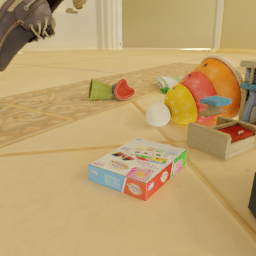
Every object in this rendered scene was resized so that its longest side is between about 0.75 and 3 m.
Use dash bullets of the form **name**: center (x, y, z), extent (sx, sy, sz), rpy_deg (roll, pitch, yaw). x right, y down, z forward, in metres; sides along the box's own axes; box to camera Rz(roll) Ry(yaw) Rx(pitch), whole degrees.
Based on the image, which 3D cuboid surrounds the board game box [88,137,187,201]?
- **board game box**: center (0.246, 0.734, 5.724), extent (1.328, 0.350, 1.736), rpy_deg (13, 23, 32)

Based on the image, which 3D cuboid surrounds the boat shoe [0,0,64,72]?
- **boat shoe**: center (-1.677, -1.990, 4.877), extent (0.866, 2.362, 0.880), rpy_deg (27, -6, -5)

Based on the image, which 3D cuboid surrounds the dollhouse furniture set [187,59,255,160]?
- **dollhouse furniture set**: center (3.213, -0.512, 6.760), extent (2.853, 2.011, 1.999), rpy_deg (-13, 23, -34)

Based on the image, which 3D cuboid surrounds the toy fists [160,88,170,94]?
- **toy fists**: center (1.827, -1.673, 12.697), extent (0.418, 0.282, 0.819), rpy_deg (-7, 18, -40)

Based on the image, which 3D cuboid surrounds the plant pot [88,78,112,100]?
- **plant pot**: center (-1.132, -1.536, 11.618), extent (0.882, 0.928, 0.928), rpy_deg (8, 17, -17)

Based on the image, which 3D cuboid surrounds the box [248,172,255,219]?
- **box**: center (2.567, 1.298, 3.563), extent (1.299, 0.726, 1.840), rpy_deg (4, 20, -1)

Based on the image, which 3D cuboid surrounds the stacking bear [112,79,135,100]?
- **stacking bear**: center (-0.363, -1.632, 11.936), extent (0.767, 0.819, 1.348), rpy_deg (-44, 19, -3)

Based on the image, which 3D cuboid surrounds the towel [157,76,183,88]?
- **towel**: center (2.976, -2.195, 14.143), extent (2.855, 0.438, 2.130), rpy_deg (1, 21, -3)

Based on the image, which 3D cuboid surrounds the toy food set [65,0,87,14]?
- **toy food set**: center (-0.986, -2.864, 6.074), extent (0.183, 0.911, 0.629), rpy_deg (20, 9, -46)

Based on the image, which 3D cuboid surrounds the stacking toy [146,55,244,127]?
- **stacking toy**: center (1.854, -0.809, 8.514), extent (2.888, 2.110, 2.110), rpy_deg (-24, 26, -15)
